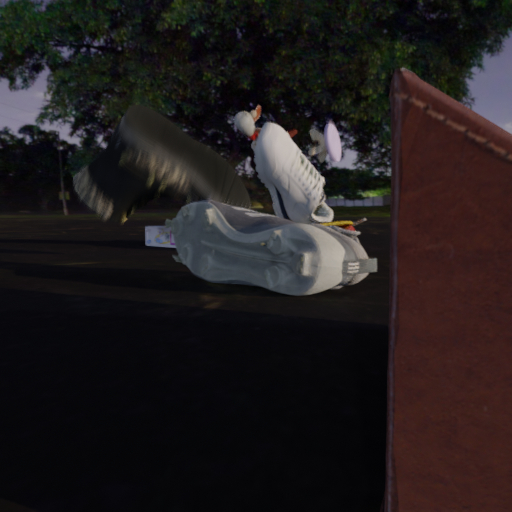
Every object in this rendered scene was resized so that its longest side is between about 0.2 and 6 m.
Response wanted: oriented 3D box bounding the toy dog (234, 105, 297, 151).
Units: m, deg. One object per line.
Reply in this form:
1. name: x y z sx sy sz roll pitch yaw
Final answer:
1. toy dog: 0.309 -2.623 11.915 0.861 1.179 1.787 -40 -10 13

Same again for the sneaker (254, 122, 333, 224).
1. sneaker: 0.795 -1.610 11.232 1.106 1.050 2.748 14 -24 29

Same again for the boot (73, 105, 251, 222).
1. boot: -1.562 -1.113 9.355 2.587 0.934 1.954 36 -49 -28

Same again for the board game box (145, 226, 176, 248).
1. board game box: -1.004 -0.447 13.087 2.779 0.476 1.868 5 7 42

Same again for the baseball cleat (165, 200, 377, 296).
1. baseball cleat: 0.152 -0.046 7.015 1.574 1.031 2.957 3 12 -40

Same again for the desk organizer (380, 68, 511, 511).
1. desk organizer: 1.300 0.114 2.540 1.173 1.259 3.270 2 5 19

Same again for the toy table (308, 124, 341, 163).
1. toy table: 1.673 -2.721 13.625 0.548 0.935 0.859 -1 23 35

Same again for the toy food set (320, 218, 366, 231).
1. toy food set: 1.595 -0.407 12.152 1.683 0.550 0.990 -7 -4 -18
